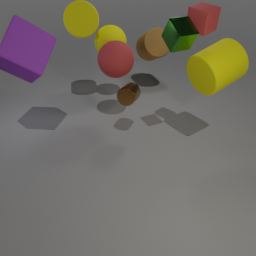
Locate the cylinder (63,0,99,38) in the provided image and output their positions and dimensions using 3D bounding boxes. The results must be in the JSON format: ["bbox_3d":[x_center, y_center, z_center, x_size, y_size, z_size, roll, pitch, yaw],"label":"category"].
[{"bbox_3d":[-1.961,-4.491,11.677,1.400,1.400,1.400,-6,19,-9],"label":"cylinder"}]

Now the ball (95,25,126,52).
[{"bbox_3d":[-0.766,-3.800,12.341,1.400,1.400,1.400,0,31,0],"label":"ball"}]

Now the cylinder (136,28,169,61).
[{"bbox_3d":[1.261,-4.160,14.051,1.400,1.400,1.400,-9,8,-14],"label":"cylinder"}]

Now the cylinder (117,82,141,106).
[{"bbox_3d":[0.033,-1.232,10.196,0.700,0.700,0.700,11,28,17],"label":"cylinder"}]

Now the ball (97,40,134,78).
[{"bbox_3d":[-0.461,-2.616,10.677,1.400,1.400,1.400,0,31,0],"label":"ball"}]

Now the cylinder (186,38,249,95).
[{"bbox_3d":[2.874,-1.979,9.092,1.400,1.400,1.400,-31,40,-17],"label":"cylinder"}]

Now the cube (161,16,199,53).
[{"bbox_3d":[1.521,-2.748,8.228,0.700,0.700,0.700,-16,69,-22],"label":"cube"}]

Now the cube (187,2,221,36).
[{"bbox_3d":[2.244,-3.281,8.409,0.700,0.700,0.700,33,51,32],"label":"cube"}]

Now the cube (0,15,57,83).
[{"bbox_3d":[-3.378,-2.475,9.087,1.400,1.400,1.400,24,-14,-28],"label":"cube"}]
